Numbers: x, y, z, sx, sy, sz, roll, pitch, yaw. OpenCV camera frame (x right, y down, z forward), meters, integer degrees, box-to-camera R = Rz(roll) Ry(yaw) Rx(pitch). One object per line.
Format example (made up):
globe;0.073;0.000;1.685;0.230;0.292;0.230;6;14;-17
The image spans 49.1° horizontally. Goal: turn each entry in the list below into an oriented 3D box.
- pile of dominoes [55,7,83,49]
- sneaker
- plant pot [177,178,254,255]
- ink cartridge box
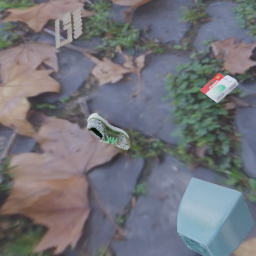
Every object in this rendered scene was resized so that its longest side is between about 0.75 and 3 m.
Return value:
pile of dominoes;-1.958;-3.361;9.494;1.063;0.217;1.364;-17;64;18
sneaker;-0.555;0.239;7.437;1.416;0.545;0.627;34;39;-10
plant pot;1.753;2.033;6.001;1.216;1.213;1.239;10;50;48
ink cartridge box;2.584;-1.235;8.120;0.775;0.241;0.963;-42;36;7
